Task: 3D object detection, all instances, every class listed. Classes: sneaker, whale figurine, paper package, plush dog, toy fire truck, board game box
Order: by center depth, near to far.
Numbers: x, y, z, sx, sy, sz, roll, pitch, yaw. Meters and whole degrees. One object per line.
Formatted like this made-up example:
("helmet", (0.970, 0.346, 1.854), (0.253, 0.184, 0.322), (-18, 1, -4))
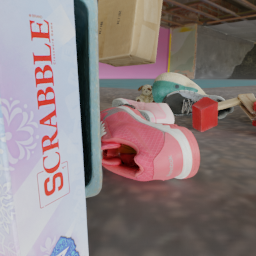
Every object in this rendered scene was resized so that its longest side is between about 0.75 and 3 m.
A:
("board game box", (-1.430, -0.024, 2.066), (2.553, 2.547, 0.525), (7, 16, 33))
("sneaker", (-0.144, 0.187, 4.778), (1.184, 1.006, 2.729), (-10, 16, -35))
("toy fire truck", (3.421, -0.520, 7.480), (2.931, 0.714, 2.067), (-23, 31, -25))
("sneaker", (0.428, -0.368, 7.903), (1.109, 0.798, 2.121), (-9, 19, -32))
("sneaker", (2.469, -0.780, 9.617), (2.435, 0.913, 1.406), (-1, 14, -8))
("paper package", (-0.079, -3.583, 10.086), (1.283, 2.480, 2.364), (4, 3, -43))
("whale figurine", (2.187, -1.178, 11.168), (2.627, 1.363, 2.090), (22, -7, -11))
("plush dog", (0.947, -1.632, 13.478), (1.061, 0.912, 0.851), (3, 12, 14))

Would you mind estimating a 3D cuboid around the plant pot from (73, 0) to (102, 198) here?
("plant pot", (-1.827, -0.457, 4.573), (2.620, 2.612, 2.668), (-2, 4, -8))
